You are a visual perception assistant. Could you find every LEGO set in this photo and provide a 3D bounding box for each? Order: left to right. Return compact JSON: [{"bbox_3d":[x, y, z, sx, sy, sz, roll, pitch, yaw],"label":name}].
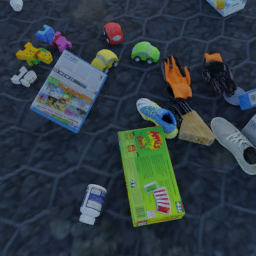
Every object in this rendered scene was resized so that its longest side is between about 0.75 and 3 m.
[{"bbox_3d":[-3.110,-2.761,10.490,1.167,1.085,2.845,27,66,14],"label":"LEGO set"}]

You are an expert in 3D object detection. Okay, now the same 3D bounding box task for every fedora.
[{"bbox_3d":[1.668,-1.162,9.948,0.862,0.394,0.862,6,46,-6],"label":"fedora"}]

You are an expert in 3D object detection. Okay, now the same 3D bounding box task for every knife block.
[{"bbox_3d":[2.191,-0.233,9.418,1.539,0.492,1.351,13,63,8],"label":"knife block"}]

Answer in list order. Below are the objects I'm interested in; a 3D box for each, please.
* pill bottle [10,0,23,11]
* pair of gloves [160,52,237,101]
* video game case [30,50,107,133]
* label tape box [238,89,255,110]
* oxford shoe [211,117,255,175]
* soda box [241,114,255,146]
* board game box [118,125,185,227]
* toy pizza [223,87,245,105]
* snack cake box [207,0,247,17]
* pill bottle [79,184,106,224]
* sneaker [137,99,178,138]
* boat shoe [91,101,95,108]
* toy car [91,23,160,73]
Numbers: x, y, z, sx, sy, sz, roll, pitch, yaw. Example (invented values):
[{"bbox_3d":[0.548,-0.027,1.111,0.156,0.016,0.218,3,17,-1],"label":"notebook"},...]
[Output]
[{"bbox_3d":[-4.956,-5.623,12.371,0.528,0.528,0.940,-17,62,-9],"label":"pill bottle"},{"bbox_3d":[2.548,-1.917,10.275,2.671,0.330,2.380,-4,53,-8],"label":"pair of gloves"},{"bbox_3d":[-1.898,-1.227,9.293,1.676,0.208,2.342,29,71,-14],"label":"video game case"},{"bbox_3d":[4.859,-1.158,9.395,1.789,1.290,0.566,-14,87,-10],"label":"label tape box"},{"bbox_3d":[3.501,0.455,8.973,0.833,0.640,2.216,-26,62,-10],"label":"oxford shoe"},{"bbox_3d":[5.069,0.653,8.641,0.936,1.007,2.950,-38,68,-19],"label":"soda box"},{"bbox_3d":[0.612,1.371,8.441,1.420,0.666,2.795,-9,62,-5],"label":"board game box"},{"bbox_3d":[3.877,-1.156,10.136,0.858,0.136,0.858,0,60,0],"label":"toy pizza"},{"bbox_3d":[4.188,-5.979,12.482,1.139,0.666,1.981,-27,65,-13],"label":"snack cake box"},{"bbox_3d":[-1.025,2.196,8.046,0.568,0.568,1.024,13,62,7],"label":"pill bottle"},{"bbox_3d":[1.005,-0.519,9.307,0.699,0.969,1.845,-39,68,-19],"label":"sneaker"},{"bbox_3d":[-1.639,-0.627,9.722,1.158,0.428,0.384,-45,39,-22],"label":"boat shoe"},{"bbox_3d":[0.001,-3.137,10.953,2.549,0.604,2.709,10,62,6],"label":"toy car"}]
